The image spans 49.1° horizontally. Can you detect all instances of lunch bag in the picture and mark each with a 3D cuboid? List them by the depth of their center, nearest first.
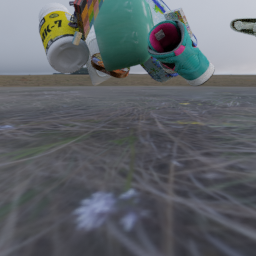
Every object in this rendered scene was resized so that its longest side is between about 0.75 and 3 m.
[{"bbox_3d":[1.111,-3.370,10.438,2.300,2.861,1.180,-53,16,-25],"label":"lunch bag"}]

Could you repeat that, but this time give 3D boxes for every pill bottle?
[{"bbox_3d":[-2.163,-2.977,9.099,1.301,1.301,2.277,-5,51,-27],"label":"pill bottle"}]

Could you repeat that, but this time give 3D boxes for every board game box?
[{"bbox_3d":[1.606,-3.277,8.914,0.654,0.973,0.167,9,51,50],"label":"board game box"}]

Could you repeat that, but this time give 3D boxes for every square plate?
[{"bbox_3d":[-0.869,-2.976,11.260,2.017,1.998,0.287,-33,29,-29],"label":"square plate"}]

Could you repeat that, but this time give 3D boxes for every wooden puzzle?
[{"bbox_3d":[-0.750,-2.780,5.941,0.157,2.236,1.326,22,-11,0],"label":"wooden puzzle"}]

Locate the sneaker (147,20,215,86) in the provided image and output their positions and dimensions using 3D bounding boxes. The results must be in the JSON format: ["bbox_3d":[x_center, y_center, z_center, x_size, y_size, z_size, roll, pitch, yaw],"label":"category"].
[{"bbox_3d":[0.951,-1.831,6.470,1.359,0.941,2.250,41,7,-28],"label":"sneaker"}]

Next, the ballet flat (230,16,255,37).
[{"bbox_3d":[2.479,-1.932,5.393,0.468,0.468,1.346,-4,25,-21],"label":"ballet flat"}]

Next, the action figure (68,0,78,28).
[{"bbox_3d":[-1.330,-3.580,7.902,0.552,1.034,1.590,24,-32,0],"label":"action figure"}]

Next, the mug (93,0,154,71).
[{"bbox_3d":[-0.100,-2.903,7.840,1.567,2.082,2.534,-11,-26,3],"label":"mug"}]

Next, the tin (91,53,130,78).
[{"bbox_3d":[-0.633,-2.254,10.083,1.464,0.307,0.820,24,51,6],"label":"tin"}]
